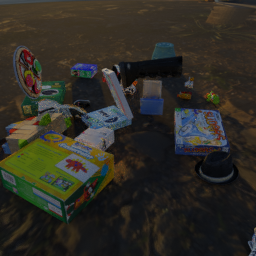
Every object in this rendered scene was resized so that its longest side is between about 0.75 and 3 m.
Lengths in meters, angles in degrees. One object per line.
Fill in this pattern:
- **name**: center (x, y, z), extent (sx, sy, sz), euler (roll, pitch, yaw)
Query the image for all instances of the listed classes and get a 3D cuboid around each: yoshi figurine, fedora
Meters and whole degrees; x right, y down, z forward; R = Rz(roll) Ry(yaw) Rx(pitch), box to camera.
- **yoshi figurine**: center (4.207, -1.429, 13.778), extent (0.527, 0.529, 0.941), euler (37, 10, -16)
- **fedora**: center (2.944, 1.190, 9.173), extent (1.487, 0.679, 1.487), euler (0, 32, 0)

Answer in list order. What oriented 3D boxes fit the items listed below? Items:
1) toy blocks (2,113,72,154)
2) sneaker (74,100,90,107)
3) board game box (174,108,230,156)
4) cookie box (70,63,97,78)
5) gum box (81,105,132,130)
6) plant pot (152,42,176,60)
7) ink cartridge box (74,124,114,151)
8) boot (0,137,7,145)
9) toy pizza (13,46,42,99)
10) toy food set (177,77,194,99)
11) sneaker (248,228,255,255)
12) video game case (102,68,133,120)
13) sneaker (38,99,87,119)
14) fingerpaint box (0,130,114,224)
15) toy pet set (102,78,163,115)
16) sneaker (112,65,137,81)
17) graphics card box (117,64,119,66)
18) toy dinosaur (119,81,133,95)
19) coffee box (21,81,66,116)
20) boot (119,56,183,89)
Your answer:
- **toy blocks**: center (-3.681, 0.179, 10.512), extent (1.841, 1.346, 2.693), euler (2, 29, 25)
- **sneaker**: center (-2.173, -1.146, 13.339), extent (0.778, 0.275, 0.386), euler (-5, 27, -16)
- **board game box**: center (2.812, 0.096, 11.124), extent (1.895, 0.482, 2.800), euler (3, 32, 6)
- **cookie box**: center (-2.638, -3.464, 16.893), extent (1.303, 0.490, 1.115), euler (7, 32, 11)
- **gum box**: center (-0.921, -0.360, 11.975), extent (1.658, 0.369, 1.409), euler (-20, 37, -30)
- **plant pot**: center (2.260, -4.456, 17.498), extent (1.656, 1.556, 1.656), euler (0, 31, 0)
- **ink cartridge box**: center (-1.339, 0.568, 10.289), extent (0.952, 0.561, 1.654), euler (17, 36, 25)
- **boot**: center (-5.105, 0.428, 10.845), extent (0.813, 0.267, 0.670), euler (23, 36, 39)
- **toy pizza**: center (-3.186, -1.825, 9.206), extent (0.277, 1.749, 1.749), euler (-9, 31, 8)
- **toy food set**: center (2.920, -1.966, 14.197), extent (0.644, 0.683, 1.431), euler (9, 60, 13)
- **sneaker**: center (2.901, 2.926, 6.340), extent (1.919, 0.673, 1.041), euler (-7, 37, -24)
- **video game case**: center (-0.389, -1.201, 9.331), extent (0.186, 1.527, 2.135), euler (-25, 18, -4)
- **sneaker**: center (-2.843, -0.588, 12.138), extent (2.086, 0.914, 0.789), euler (11, -11, -17)
- **fingerpaint box**: center (-2.136, 1.339, 8.625), extent (2.701, 0.991, 2.254), euler (18, 37, 26)
- **toy pet set**: center (0.294, -1.446, 12.917), extent (2.677, 1.523, 2.867), euler (4, 8, 6)
- **sneaker**: center (-0.227, -3.025, 16.138), extent (0.995, 0.749, 2.127), euler (3, 26, -28)
- **graphics card box**: center (-0.396, -3.830, 17.759), extent (0.519, 0.210, 0.828), euler (-10, 34, -15)
- **toy dinosaur**: center (-0.297, -2.051, 14.573), extent (1.274, 0.651, 0.865), euler (22, 49, -5)
- **coffee box**: center (-4.001, -1.488, 13.577), extent (1.706, 0.610, 2.775), euler (-4, 31, -5)
- **boot**: center (0.765, -1.837, 9.373), extent (1.997, 0.655, 1.646), euler (-7, -6, 2)
